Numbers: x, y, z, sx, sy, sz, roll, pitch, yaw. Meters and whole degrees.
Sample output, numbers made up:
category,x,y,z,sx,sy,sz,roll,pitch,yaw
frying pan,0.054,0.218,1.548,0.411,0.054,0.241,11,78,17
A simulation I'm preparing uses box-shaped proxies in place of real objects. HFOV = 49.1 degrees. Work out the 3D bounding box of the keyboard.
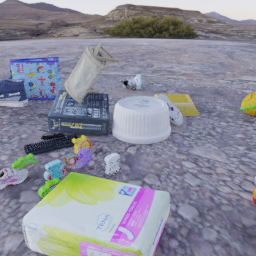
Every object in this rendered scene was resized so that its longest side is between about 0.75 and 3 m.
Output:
category,x,y,z,sx,sy,sz,roll,pitch,yaw
keyboard,-2.782,0.448,10.189,1.983,0.393,1.032,-12,26,-28

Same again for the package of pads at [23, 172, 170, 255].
category,x,y,z,sx,sy,sz,roll,pitch,yaw
package of pads,-0.604,1.954,5.961,2.621,0.894,2.025,7,23,19

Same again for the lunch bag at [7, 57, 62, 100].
category,x,y,z,sx,sy,sz,roll,pitch,yaw
lunch bag,-5.109,-2.663,15.273,2.838,2.137,1.335,-5,23,-12

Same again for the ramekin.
category,x,y,z,sx,sy,sz,roll,pitch,yaw
ramekin,0.525,-0.419,11.111,2.384,1.251,2.384,0,23,0

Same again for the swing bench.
category,x,y,z,sx,sy,sz,roll,pitch,yaw
swing bench,-1.615,-2.382,11.924,1.284,1.968,1.979,41,28,0

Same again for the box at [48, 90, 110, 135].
category,x,y,z,sx,sy,sz,roll,pitch,yaw
box,-1.994,-0.730,11.950,2.350,0.760,2.980,4,26,-8

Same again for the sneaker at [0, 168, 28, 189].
category,x,y,z,sx,sy,sz,roll,pitch,yaw
sneaker,-3.340,1.355,7.918,1.047,0.462,0.426,-21,30,-40

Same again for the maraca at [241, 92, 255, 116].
category,x,y,z,sx,sy,sz,roll,pitch,yaw
maraca,5.988,-1.121,12.621,1.410,1.100,2.056,-24,4,-13

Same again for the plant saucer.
category,x,y,z,sx,sy,sz,roll,pitch,yaw
plant saucer,2.243,-1.241,13.966,2.289,0.555,2.289,0,23,2

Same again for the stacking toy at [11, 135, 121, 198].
category,x,y,z,sx,sy,sz,roll,pitch,yaw
stacking toy,-1.791,1.119,8.414,2.687,0.631,2.026,-20,29,-36

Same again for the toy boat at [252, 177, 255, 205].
category,x,y,z,sx,sy,sz,roll,pitch,yaw
toy boat,4.053,1.510,7.045,1.847,0.858,1.552,-2,23,-5

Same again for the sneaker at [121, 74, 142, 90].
category,x,y,z,sx,sy,sz,roll,pitch,yaw
sneaker,0.199,-2.953,17.778,1.312,0.729,1.876,1,22,0

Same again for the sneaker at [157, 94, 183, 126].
category,x,y,z,sx,sy,sz,roll,pitch,yaw
sneaker,1.718,-0.614,12.405,0.626,0.958,1.666,-22,66,-32

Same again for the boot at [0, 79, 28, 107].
category,x,y,z,sx,sy,sz,roll,pitch,yaw
boot,-6.650,-1.876,14.430,2.968,1.341,1.080,1,23,3
